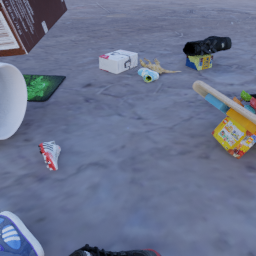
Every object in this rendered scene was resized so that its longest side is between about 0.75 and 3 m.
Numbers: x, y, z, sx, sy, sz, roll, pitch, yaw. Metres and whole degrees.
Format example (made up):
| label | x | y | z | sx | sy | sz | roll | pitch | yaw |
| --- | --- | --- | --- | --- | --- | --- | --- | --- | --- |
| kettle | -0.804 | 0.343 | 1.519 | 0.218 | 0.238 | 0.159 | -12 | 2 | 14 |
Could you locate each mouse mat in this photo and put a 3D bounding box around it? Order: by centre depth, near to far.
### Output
| label | x | y | z | sx | sy | sz | roll | pitch | yaw |
| --- | --- | --- | --- | --- | --- | --- | --- | --- | --- |
| mouse mat | -3.836 | -1.664 | 11.211 | 2.137 | 0.100 | 2.656 | 3 | 32 | 4 |

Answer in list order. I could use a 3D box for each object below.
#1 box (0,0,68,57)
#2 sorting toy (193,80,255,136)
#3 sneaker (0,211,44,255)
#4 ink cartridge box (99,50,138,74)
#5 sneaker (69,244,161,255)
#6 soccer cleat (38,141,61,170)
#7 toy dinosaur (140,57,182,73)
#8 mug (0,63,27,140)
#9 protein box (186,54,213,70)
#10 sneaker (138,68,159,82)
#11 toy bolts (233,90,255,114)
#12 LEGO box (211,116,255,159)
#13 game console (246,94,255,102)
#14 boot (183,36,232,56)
| label | x | y | z | sx | sy | sz | roll | pitch | yaw |
| --- | --- | --- | --- | --- | --- | --- | --- | --- | --- |
| box | -2.977 | -3.483 | 8.167 | 1.119 | 1.496 | 2.987 | -1 | 45 | 17 |
| sorting toy | 3.068 | -0.159 | 7.183 | 2.446 | 0.482 | 2.642 | 28 | 11 | -32 |
| sneaker | -2.121 | 1.996 | 4.607 | 1.290 | 0.520 | 0.944 | 28 | 36 | 31 |
| ink cartridge box | -0.426 | -3.132 | 13.108 | 1.126 | 0.646 | 1.550 | 22 | 37 | 32 |
| sneaker | -0.337 | 2.105 | 4.026 | 1.954 | 0.955 | 0.691 | -10 | 30 | -19 |
| soccer cleat | -1.890 | 0.652 | 7.023 | 0.492 | 0.397 | 1.156 | -20 | 31 | -23 |
| toy dinosaur | 1.267 | -2.682 | 12.571 | 2.097 | 0.610 | 1.060 | 8 | 31 | -27 |
| mug | -4.310 | -0.503 | 7.318 | 2.346 | 1.976 | 2.676 | 9 | 77 | 10 |
| protein box | 3.371 | -3.193 | 13.261 | 0.885 | 0.597 | 0.878 | -18 | 35 | -27 |
| sneaker | 0.725 | -2.246 | 11.868 | 1.027 | 0.409 | 0.671 | 20 | 35 | 31 |
| toy bolts | 3.918 | -0.613 | 9.154 | 0.986 | 0.716 | 1.032 | 40 | 18 | -12 |
| LEGO box | 2.780 | 0.196 | 7.353 | 0.390 | 0.753 | 1.012 | 29 | 19 | -28 |
| game console | 4.584 | -0.944 | 9.949 | 0.617 | 0.126 | 1.046 | -6 | 32 | -10 |
| boot | 3.481 | -3.801 | 13.168 | 1.876 | 0.847 | 2.289 | -13 | 16 | -12 |
